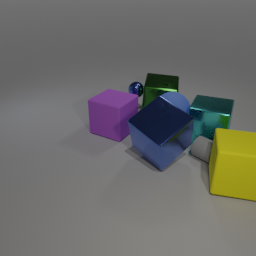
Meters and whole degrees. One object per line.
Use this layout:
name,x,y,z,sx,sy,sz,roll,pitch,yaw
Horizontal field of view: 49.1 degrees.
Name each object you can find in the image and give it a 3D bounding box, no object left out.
cube,-0.542,-0.538,10.754,1.400,1.400,1.400,16,32,27
ball,0.363,-1.670,12.202,0.700,0.700,0.700,0,29,0
cube,1.016,0.151,8.666,1.400,1.400,1.400,-39,57,-19
cube,3.108,0.989,7.884,1.400,1.400,1.400,7,28,11
cylinder,2.549,0.705,9.184,0.700,0.700,0.700,-23,36,-35
cube,2.984,-0.248,10.213,1.400,1.400,1.400,11,31,20
ball,1.685,-0.682,10.722,1.400,1.400,1.400,0,29,0
cube,1.395,-1.390,12.080,1.400,1.400,1.400,8,36,6
